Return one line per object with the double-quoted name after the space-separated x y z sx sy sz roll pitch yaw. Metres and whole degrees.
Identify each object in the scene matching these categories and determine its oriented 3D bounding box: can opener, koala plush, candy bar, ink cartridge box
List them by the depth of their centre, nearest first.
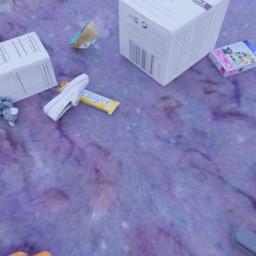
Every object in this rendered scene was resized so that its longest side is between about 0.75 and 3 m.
3.647 3.378 6.604 2.603 0.685 0.865 36 65 21 "can opener"
-3.911 -0.533 9.129 0.847 0.751 0.778 39 30 21 "koala plush"
-1.410 -1.079 9.735 2.300 0.255 0.573 24 62 15 "candy bar"
4.275 -2.729 10.740 1.985 0.416 1.184 -17 59 -13 "ink cartridge box"

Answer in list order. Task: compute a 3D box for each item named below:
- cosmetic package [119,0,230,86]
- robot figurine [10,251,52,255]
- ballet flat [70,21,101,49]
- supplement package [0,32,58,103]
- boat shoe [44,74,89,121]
1.549 -3.647 10.086 2.958 2.440 2.438 -39 65 -22 "cosmetic package"
-2.816 3.752 5.776 2.888 1.684 2.077 -22 63 -14 "robot figurine"
-1.631 -3.322 10.515 0.671 2.130 0.731 38 75 -20 "ballet flat"
-3.985 -1.893 9.532 2.608 1.484 1.429 -26 62 -17 "supplement package"
-1.907 -0.977 9.324 1.858 0.683 0.620 -44 82 -4 "boat shoe"
